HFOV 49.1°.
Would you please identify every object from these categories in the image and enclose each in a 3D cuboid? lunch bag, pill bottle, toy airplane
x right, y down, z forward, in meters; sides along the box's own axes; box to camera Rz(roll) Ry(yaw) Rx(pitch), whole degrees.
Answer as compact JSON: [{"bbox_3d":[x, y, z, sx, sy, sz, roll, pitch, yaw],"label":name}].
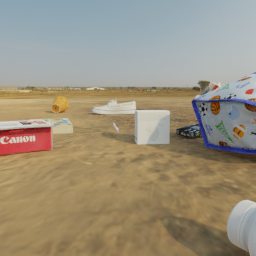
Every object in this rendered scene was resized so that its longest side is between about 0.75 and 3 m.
[{"bbox_3d":[3.141,-0.375,6.172,2.191,1.596,2.577,-27,12,-22],"label":"lunch bag"},{"bbox_3d":[1.313,0.918,2.138,0.570,0.570,1.023,-5,9,-32],"label":"pill bottle"},{"bbox_3d":[3.628,-1.343,12.765,1.184,1.671,1.678,9,-10,12],"label":"toy airplane"}]

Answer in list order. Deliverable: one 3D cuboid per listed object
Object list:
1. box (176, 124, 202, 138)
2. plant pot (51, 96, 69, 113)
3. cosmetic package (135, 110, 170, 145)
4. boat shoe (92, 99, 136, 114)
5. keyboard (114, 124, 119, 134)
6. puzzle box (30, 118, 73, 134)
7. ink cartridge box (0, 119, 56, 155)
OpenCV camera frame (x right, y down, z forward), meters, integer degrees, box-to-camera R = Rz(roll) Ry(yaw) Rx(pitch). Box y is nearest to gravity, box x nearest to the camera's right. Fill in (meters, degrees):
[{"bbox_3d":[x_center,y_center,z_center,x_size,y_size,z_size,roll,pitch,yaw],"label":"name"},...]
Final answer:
[{"bbox_3d":[2.094,0.084,8.992,0.853,0.186,0.683,-14,16,-24],"label":"box"},{"bbox_3d":[-4.536,-1.442,18.337,1.062,1.062,0.972,2,23,14],"label":"plant pot"},{"bbox_3d":[0.672,-0.038,7.893,0.917,0.920,0.565,0,8,-6],"label":"cosmetic package"},{"bbox_3d":[-0.853,-1.323,17.433,2.744,0.902,0.987,0,8,-1],"label":"boat shoe"},{"bbox_3d":[-0.398,-0.006,9.237,0.054,0.283,1.004,-33,8,0],"label":"keyboard"},{"bbox_3d":[-2.977,-0.088,10.558,1.598,0.305,2.402,-3,8,-16],"label":"puzzle box"},{"bbox_3d":[-2.726,0.228,6.762,1.648,0.691,1.447,-5,9,-32],"label":"ink cartridge box"}]
